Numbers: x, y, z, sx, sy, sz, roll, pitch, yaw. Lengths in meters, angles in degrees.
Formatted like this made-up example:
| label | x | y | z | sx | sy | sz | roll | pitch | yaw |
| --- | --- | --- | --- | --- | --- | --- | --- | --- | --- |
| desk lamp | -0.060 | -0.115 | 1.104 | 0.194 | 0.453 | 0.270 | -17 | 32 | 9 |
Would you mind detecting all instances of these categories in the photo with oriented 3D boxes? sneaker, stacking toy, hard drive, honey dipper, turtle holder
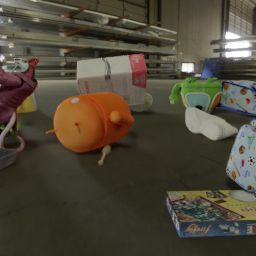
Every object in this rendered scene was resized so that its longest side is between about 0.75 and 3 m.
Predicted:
| label | x | y | z | sx | sy | sz | roll | pitch | yaw |
| --- | --- | --- | --- | --- | --- | --- | --- | --- | --- |
| sneaker | -0.242 | -1.387 | 13.879 | 2.733 | 1.049 | 1.521 | -13 | 25 | -24 |
| stacking toy | -4.731 | -0.243 | 9.134 | 2.316 | 0.978 | 2.096 | 11 | 31 | -38 |
| hard drive | -3.183 | 0.751 | 5.928 | 0.997 | 0.313 | 1.478 | 5 | 13 | 20 |
| sneaker | 2.654 | -0.141 | 9.109 | 0.915 | 0.778 | 2.069 | -5 | 23 | -20 |
| honey dipper | -0.577 | 0.654 | 6.706 | 0.190 | 0.190 | 1.000 | 1 | 14 | 6 |
| turtle holder | 3.163 | -1.521 | 13.057 | 2.302 | 1.635 | 1.749 | -1 | 10 | 0 |

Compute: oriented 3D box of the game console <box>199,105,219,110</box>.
| label | x | y | z | sx | sy | sz | roll | pitch | yaw |
| --- | --- | --- | --- | --- | --- | --- | --- | --- | --- |
| game console | 4.223 | -1.248 | 14.998 | 1.601 | 0.327 | 2.715 | 5 | 12 | 24 |

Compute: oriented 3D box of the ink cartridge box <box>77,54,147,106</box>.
| label | x | y | z | sx | sy | sz | roll | pitch | yaw |
| --- | --- | --- | --- | --- | --- | --- | --- | --- | --- |
| ink cartridge box | -0.656 | -1.912 | 11.862 | 2.767 | 2.027 | 1.145 | -7 | 54 | -4 |

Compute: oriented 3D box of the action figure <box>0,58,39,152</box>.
| label | x | y | z | sx | sy | sz | roll | pitch | yaw |
| --- | --- | --- | --- | --- | --- | --- | --- | --- | --- |
| action figure | -2.812 | -0.730 | 6.617 | 1.727 | 2.320 | 1.554 | 51 | 16 | 16 |

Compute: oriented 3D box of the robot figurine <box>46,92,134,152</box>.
| label | x | y | z | sx | sy | sz | roll | pitch | yaw |
| --- | --- | --- | --- | --- | --- | --- | --- | --- | --- |
| robot figurine | -0.886 | -0.205 | 7.528 | 1.840 | 1.492 | 2.558 | 35 | 27 | 23 |

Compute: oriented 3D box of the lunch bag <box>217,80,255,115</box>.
| label | x | y | z | sx | sy | sz | roll | pitch | yaw |
| --- | --- | --- | --- | --- | --- | --- | --- | --- | --- |
| lunch bag | 5.837 | -1.386 | 12.913 | 2.141 | 1.559 | 2.518 | -8 | 25 | -34 |

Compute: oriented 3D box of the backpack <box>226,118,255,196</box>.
| label | x | y | z | sx | sy | sz | roll | pitch | yaw |
| --- | --- | --- | --- | --- | --- | --- | --- | --- | --- |
| backpack | 2.375 | 0.567 | 4.511 | 1.100 | 1.428 | 1.360 | -1 | 21 | -22 |

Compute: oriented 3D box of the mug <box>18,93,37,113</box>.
| label | x | y | z | sx | sy | sz | roll | pitch | yaw |
| --- | --- | --- | --- | --- | --- | --- | --- | --- | --- |
| mug | -5.132 | -1.503 | 13.595 | 1.379 | 1.413 | 1.722 | -7 | 15 | -32 |

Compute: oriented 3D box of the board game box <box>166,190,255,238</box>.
| label | x | y | z | sx | sy | sz | roll | pitch | yaw |
| --- | --- | --- | --- | --- | --- | --- | --- | --- | --- |
| board game box | 1.298 | 1.204 | 4.063 | 1.344 | 0.233 | 0.911 | 0 | 12 | -3 |
